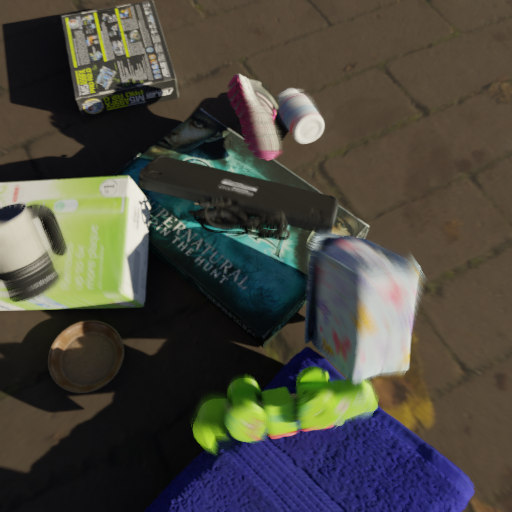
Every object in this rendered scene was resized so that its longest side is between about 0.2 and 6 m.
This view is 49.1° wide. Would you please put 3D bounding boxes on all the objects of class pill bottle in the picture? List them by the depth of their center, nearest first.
[{"bbox_3d":[0.797,-2.665,10.556,0.615,0.615,1.131,-16,48,-9],"label":"pill bottle"}]

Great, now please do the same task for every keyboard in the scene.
[{"bbox_3d":[-0.364,-0.781,8.942,3.232,0.640,1.682,14,29,8],"label":"keyboard"}]

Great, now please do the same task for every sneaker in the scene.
[{"bbox_3d":[0.122,-2.425,9.740,0.766,0.646,1.750,-5,61,-32],"label":"sneaker"}]

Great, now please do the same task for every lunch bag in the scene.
[{"bbox_3d":[1.265,0.625,7.805,1.159,1.545,1.822,-6,21,-21],"label":"lunch bag"}]

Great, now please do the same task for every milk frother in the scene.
[{"bbox_3d":[-3.211,-0.107,7.315,1.144,1.076,1.032,-5,29,18],"label":"milk frother"}]

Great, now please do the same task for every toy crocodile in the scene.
[{"bbox_3d":[0.350,1.980,7.149,2.353,0.726,0.794,-9,19,-2],"label":"toy crocodile"}]

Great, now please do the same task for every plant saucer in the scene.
[{"bbox_3d":[-2.569,1.551,8.538,1.136,0.208,1.136,0,61,-1],"label":"plant saucer"}]

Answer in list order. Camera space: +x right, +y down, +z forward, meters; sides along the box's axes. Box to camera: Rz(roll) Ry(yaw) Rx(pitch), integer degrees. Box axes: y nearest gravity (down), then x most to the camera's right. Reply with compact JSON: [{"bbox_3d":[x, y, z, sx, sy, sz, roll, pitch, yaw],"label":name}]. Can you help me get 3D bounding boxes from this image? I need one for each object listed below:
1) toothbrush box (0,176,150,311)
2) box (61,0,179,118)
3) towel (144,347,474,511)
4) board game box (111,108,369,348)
[{"bbox_3d":[-3.019,-0.152,8.646,2.497,1.075,1.818,-2,73,9],"label":"toothbrush box"},{"bbox_3d":[-2.796,-4.067,11.426,1.972,0.545,2.461,-15,62,-7],"label":"box"},{"bbox_3d":[0.432,3.431,7.158,3.933,0.974,2.904,-41,61,-20],"label":"towel"},{"bbox_3d":[-0.458,-0.674,9.558,3.940,0.555,2.665,38,68,19],"label":"board game box"}]
